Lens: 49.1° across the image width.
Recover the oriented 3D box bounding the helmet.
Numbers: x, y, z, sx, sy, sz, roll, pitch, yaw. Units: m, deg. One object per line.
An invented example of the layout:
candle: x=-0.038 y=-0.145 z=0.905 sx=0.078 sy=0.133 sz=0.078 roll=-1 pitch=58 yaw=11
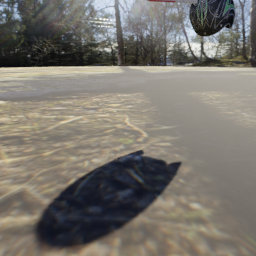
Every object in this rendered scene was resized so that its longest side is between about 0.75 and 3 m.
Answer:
helmet: x=2.851 y=-3.954 z=9.591 sx=1.597 sy=1.597 sz=1.522 roll=12 pitch=20 yaw=38

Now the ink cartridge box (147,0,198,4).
ink cartridge box: x=0.461 y=-2.478 z=4.608 sx=0.955 sy=0.554 sz=1.293 roll=-11 pitch=40 yaw=-25
